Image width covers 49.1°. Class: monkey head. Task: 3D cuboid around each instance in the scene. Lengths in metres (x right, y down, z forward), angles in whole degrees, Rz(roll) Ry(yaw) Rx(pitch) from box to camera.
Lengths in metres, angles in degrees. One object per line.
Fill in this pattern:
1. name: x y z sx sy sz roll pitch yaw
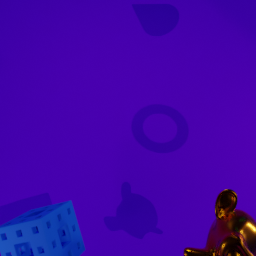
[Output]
1. monkey head: 1.491 1.814 4.416 1.174 1.632 0.983 -6 26 19

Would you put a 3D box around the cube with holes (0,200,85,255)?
1. cube with holes: -1.537 2.012 5.030 0.980 0.980 0.980 -17 88 18
